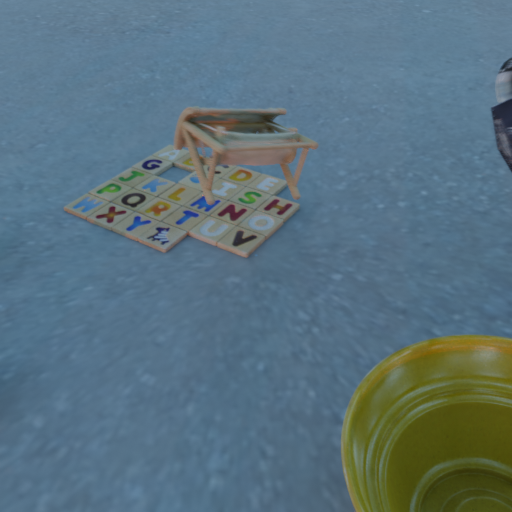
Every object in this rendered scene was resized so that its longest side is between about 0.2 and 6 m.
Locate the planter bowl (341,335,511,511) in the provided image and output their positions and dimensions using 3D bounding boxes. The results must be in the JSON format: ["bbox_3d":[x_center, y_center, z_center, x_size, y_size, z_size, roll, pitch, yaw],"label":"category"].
[{"bbox_3d":[2.242,2.218,5.038,3.045,1.268,3.045,0,37,0],"label":"planter bowl"}]

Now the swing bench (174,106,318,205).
[{"bbox_3d":[-0.200,-1.592,8.073,1.511,0.985,1.519,-8,47,-27],"label":"swing bench"}]

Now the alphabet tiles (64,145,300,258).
[{"bbox_3d":[-1.168,-1.020,10.235,3.553,0.134,2.970,21,42,26],"label":"alphabet tiles"}]

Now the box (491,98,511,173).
[{"bbox_3d":[3.288,-1.365,6.788,0.501,0.838,0.852,-22,53,16],"label":"box"}]

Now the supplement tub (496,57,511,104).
[{"bbox_3d":[4.047,-2.215,6.899,1.110,1.110,1.812,-27,11,-31],"label":"supplement tub"}]
